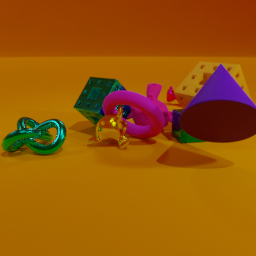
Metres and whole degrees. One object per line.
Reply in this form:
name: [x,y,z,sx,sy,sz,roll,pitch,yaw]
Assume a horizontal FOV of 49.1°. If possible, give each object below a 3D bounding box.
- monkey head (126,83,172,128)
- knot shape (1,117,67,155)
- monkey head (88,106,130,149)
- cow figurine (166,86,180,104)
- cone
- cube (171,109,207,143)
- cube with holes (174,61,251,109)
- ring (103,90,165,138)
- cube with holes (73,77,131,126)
monkey head: [0.695,-0.562,8.073,1.732,1.246,1.044,8,-26,18]
knot shape: [-2.065,0.170,6.504,1.336,0.660,1.428,4,20,14]
monkey head: [-0.358,0.082,6.749,0.722,1.197,0.861,36,12,-39]
cow figurine: [2.253,-1.310,11.725,1.264,0.694,1.243,-7,27,-20]
cone: [1.865,-0.725,5.651,1.523,1.523,1.529,4,60,13]
cube: [1.615,-0.074,7.325,0.738,0.738,0.738,-3,16,-11]
cube with holes: [2.453,-0.922,8.096,1.342,1.342,1.342,-49,38,-15]
ring: [0.127,-0.301,6.968,1.635,1.635,0.327,9,55,28]
cube with holes: [-0.662,-0.698,8.090,1.073,1.073,1.073,13,-20,39]
